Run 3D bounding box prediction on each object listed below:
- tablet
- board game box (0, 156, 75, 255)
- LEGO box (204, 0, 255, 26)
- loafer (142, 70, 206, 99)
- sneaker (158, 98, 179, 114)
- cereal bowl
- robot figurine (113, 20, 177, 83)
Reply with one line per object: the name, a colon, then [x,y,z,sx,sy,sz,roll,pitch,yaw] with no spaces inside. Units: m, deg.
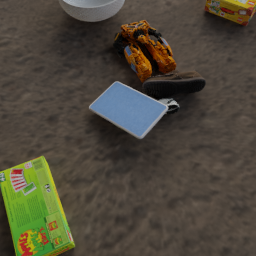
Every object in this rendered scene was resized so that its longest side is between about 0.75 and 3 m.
tablet: [-0.016,-0.594,8.329,2.088,0.143,1.359,31,65,29]
board game box: [-2.294,2.001,6.926,1.209,0.567,2.381,-21,62,-12]
LEGO box: [4.139,-4.941,10.972,1.781,0.687,1.327,29,64,16]
loafer: [1.425,-1.447,8.971,2.013,0.735,0.715,-4,49,-9]
sneaker: [0.927,-0.636,8.636,1.221,0.450,0.489,-5,40,-5]
cereal bowl: [-1.357,-5.011,10.776,2.648,1.103,2.648,0,60,1]
robot figurine: [0.566,-2.785,9.664,1.851,0.743,2.553,-19,61,-13]
